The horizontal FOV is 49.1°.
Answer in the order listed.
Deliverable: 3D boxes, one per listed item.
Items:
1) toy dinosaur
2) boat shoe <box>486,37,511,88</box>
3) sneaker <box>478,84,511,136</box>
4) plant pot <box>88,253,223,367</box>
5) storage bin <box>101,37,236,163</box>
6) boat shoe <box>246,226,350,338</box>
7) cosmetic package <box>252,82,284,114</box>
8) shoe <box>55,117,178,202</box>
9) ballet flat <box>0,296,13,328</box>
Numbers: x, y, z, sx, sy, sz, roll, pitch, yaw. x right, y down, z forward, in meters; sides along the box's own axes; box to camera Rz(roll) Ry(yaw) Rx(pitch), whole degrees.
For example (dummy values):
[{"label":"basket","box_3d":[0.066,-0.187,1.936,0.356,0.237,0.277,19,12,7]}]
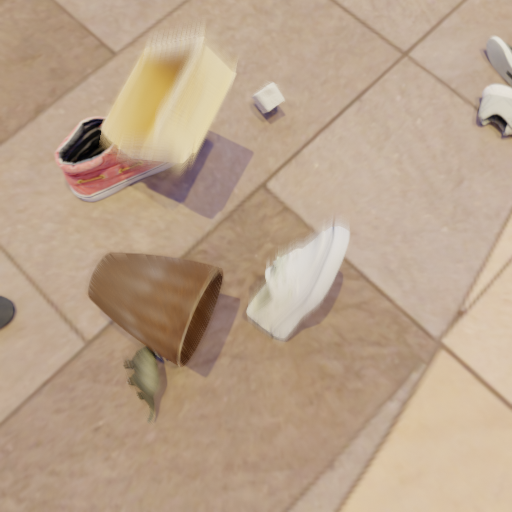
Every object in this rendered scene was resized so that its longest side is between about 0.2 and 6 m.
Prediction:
[{"label":"toy dinosaur","box_3d":[-1.858,1.963,9.337,0.593,0.788,1.542,17,60,-23]},{"label":"boat shoe","box_3d":[5.361,-3.934,11.590,0.485,0.538,1.523,-31,81,-10]},{"label":"sneaker","box_3d":[5.332,-2.692,11.126,1.886,0.714,0.867,21,80,15]},{"label":"plant pot","box_3d":[-1.551,0.599,8.311,1.658,1.550,1.550,22,73,7]},{"label":"storage bin","box_3d":[-1.459,-2.440,8.980,1.747,0.819,1.734,15,76,48]},{"label":"boat shoe","box_3d":[0.548,0.428,8.828,0.860,2.575,0.947,24,41,-6]},{"label":"cosmetic package","box_3d":[0.232,-3.130,11.117,0.418,0.499,0.415,-37,105,-4]},{"label":"shoe","box_3d":[-2.302,-2.149,10.525,2.920,1.328,1.043,-32,74,-10]},{"label":"ballet flat","box_3d":[-5.535,1.043,9.717,2.404,0.878,0.878,-5,71,-2]}]
